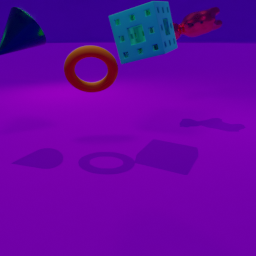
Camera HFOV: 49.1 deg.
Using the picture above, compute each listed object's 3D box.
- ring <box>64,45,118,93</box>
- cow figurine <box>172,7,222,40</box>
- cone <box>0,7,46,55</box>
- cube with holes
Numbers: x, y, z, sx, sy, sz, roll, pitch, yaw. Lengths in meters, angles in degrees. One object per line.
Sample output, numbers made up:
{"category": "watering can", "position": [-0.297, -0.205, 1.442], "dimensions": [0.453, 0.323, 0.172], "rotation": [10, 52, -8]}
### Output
{"category": "ring", "position": [-0.784, -1.231, 5.994], "dimensions": [1.157, 1.157, 0.231], "rotation": [-2, 47, -6]}
{"category": "cow figurine", "position": [1.849, -3.064, 8.471], "dimensions": [1.562, 0.871, 1.587], "rotation": [-32, 23, -34]}
{"category": "cone", "position": [-2.519, -1.913, 6.147], "dimensions": [0.996, 0.996, 1.000], "rotation": [17, 62, 42]}
{"category": "cube with holes", "position": [0.389, -2.191, 6.449], "dimensions": [1.066, 1.066, 1.066], "rotation": [-7, 18, 28]}
